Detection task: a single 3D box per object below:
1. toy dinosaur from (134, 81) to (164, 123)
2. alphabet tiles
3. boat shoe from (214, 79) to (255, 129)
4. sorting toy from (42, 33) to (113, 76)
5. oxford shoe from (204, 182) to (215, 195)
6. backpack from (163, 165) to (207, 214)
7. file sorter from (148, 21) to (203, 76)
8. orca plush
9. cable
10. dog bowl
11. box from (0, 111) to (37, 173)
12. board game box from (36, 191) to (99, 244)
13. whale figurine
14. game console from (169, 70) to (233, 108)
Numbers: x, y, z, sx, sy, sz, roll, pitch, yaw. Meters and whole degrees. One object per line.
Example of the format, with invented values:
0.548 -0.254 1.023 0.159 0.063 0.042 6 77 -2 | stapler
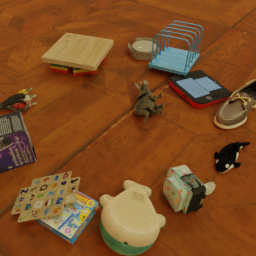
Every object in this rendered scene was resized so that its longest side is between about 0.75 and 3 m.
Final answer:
0.681 -0.784 10.273 1.104 0.831 2.158 -1 49 18 | toy dinosaur
-2.177 1.801 7.500 1.783 0.056 1.484 -13 34 8 | alphabet tiles
4.184 -0.954 10.231 2.872 0.855 1.032 -31 52 -29 | boat shoe
-2.155 -3.231 12.638 2.414 0.845 2.429 12 45 12 | sorting toy
2.137 1.726 7.867 0.825 0.238 0.310 -20 44 -23 | oxford shoe
1.419 1.586 7.462 0.877 1.006 1.145 -9 40 -14 | backpack
2.175 -3.610 12.366 1.692 1.496 2.438 17 39 18 | file sorter
3.252 0.744 8.658 1.577 0.561 0.830 -25 49 -24 | orca plush
-4.531 -0.803 10.559 2.168 0.546 1.053 -22 64 -5 | cable
0.795 -3.813 13.531 1.599 0.469 1.599 0 43 0 | dog bowl
-3.883 0.530 8.276 1.914 1.416 0.998 -19 47 -17 | box
-1.561 2.192 7.298 1.178 0.329 1.153 22 48 21 | board game box
0.056 2.188 6.963 1.712 1.116 2.151 19 22 -1 | whale figurine
2.907 -1.654 11.364 1.875 0.329 2.120 -21 48 -20 | game console
